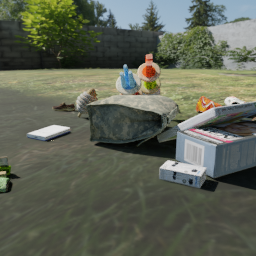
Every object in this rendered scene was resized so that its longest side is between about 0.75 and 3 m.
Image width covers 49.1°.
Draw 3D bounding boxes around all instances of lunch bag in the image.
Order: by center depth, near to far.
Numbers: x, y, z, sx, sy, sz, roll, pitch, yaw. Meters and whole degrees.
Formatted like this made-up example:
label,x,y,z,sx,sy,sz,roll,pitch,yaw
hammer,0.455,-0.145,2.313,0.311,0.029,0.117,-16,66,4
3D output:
label,x,y,z,sx,sy,sz,roll,pitch,yaw
lunch bag,0.304,-0.323,9.298,2.591,1.523,2.125,1,14,22

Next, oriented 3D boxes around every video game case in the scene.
label,x,y,z,sx,sy,sz,roll,pitch,yaw
video game case,2.602,-0.183,8.728,2.440,0.296,2.681,-10,-12,-31

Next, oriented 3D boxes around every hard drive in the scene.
label,x,y,z,sx,sy,sz,roll,pitch,yaw
hard drive,-2.818,0.163,10.056,0.857,0.165,1.299,8,17,27

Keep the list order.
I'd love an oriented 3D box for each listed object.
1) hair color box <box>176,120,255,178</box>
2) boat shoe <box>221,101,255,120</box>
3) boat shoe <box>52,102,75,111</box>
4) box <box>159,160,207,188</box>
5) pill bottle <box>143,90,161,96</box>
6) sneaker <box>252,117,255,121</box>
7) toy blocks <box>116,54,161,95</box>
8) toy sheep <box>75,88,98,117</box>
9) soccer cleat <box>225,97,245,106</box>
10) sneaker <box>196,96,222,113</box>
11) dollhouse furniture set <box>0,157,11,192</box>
label,x,y,z,sx,sy,sz,roll,pitch,yaw
hair color box,2.884,0.451,7.647,2.867,0.869,1.419,-8,17,-29
boat shoe,5.285,-0.744,12.138,1.026,0.878,2.803,-16,20,-40
boat shoe,-3.268,-1.099,14.207,1.176,0.423,0.424,2,15,9
box,1.276,1.057,6.523,0.976,0.293,0.569,8,17,29
pill bottle,1.052,-1.980,15.430,1.503,1.503,2.701,2,14,7
sneaker,5.276,-0.014,10.205,0.707,0.659,1.872,-24,18,-9
toy blocks,0.469,-1.972,11.218,1.004,2.304,2.765,31,-16,18
toy sheep,-1.879,-1.130,12.629,1.005,1.458,1.005,26,14,-7
soccer cleat,5.566,-1.291,14.689,0.720,0.580,1.691,-2,19,-22
sneaker,3.895,-0.954,13.450,0.865,0.819,2.243,19,16,-12
dollhouse furniture set,-3.035,1.004,6.278,0.685,0.525,1.045,-4,16,-16
